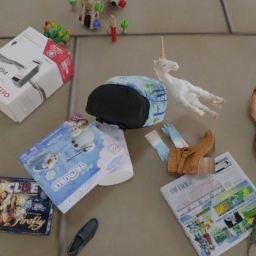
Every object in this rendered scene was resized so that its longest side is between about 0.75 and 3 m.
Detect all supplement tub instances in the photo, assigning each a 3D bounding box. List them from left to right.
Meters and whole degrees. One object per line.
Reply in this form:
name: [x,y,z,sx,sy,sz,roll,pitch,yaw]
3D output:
supplement tub: [-0.587,0.708,8.451,1.161,1.161,1.759,-12,63,-6]

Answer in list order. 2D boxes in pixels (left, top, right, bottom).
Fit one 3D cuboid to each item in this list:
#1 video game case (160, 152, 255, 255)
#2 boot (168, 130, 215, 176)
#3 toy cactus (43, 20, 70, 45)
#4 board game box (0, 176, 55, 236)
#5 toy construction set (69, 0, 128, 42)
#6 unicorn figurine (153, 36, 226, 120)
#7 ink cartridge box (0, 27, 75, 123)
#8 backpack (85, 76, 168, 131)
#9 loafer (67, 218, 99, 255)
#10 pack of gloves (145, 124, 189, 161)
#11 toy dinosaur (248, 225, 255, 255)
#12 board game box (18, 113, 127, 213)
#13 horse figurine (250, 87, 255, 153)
video game case: [2.590,2.189,8.174,2.524,0.278,2.300,-25,65,-13]
boot: [1.984,0.694,8.725,1.406,0.670,1.818,-2,37,19]
toy cactus: [-2.967,-3.583,11.093,1.420,0.726,1.172,32,85,13]
board game box: [-3.281,2.204,8.093,2.257,0.391,1.529,3,62,2]
toy construction set: [-0.952,-5.047,10.971,2.225,2.050,2.668,-23,65,-11]
unicorn figurine: [1.633,-1.029,7.621,1.788,2.603,0.961,40,91,30]
ink cartridge box: [-3.628,-1.909,9.802,2.068,1.168,2.818,35,67,16]
backpack: [0.270,-0.784,8.385,1.973,2.419,1.860,16,91,31]
loafer: [-1.220,2.982,7.680,0.394,0.407,1.159,33,67,16]
pack of gloves: [1.299,0.433,9.117,1.036,0.243,1.233,-29,66,-15]
toy dinosaur: [3.477,3.034,7.631,0.460,0.248,1.044,2,102,-29]
board game box: [-1.511,0.789,7.478,2.124,0.461,2.114,-41,53,-20]
horse figurine: [4.823,-0.414,9.198,1.936,0.729,2.921,-13,71,10]
